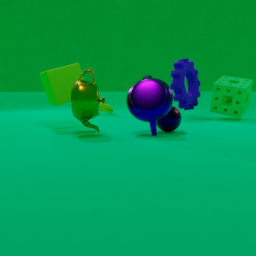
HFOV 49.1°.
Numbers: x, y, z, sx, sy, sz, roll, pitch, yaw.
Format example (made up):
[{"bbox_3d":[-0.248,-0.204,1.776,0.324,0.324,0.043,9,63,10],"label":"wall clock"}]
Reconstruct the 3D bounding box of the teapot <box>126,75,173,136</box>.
[{"bbox_3d":[0.556,-0.679,6.950,1.144,1.840,0.901,-9,-24,10],"label":"teapot"}]

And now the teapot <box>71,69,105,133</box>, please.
[{"bbox_3d":[-0.946,-0.607,6.759,0.787,1.608,1.000,-2,18,-4],"label":"teapot"}]

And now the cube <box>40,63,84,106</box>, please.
[{"bbox_3d":[-1.847,-1.243,8.033,0.960,0.960,0.960,-21,15,-24],"label":"cube"}]

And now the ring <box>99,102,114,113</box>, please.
[{"bbox_3d":[-1.232,-0.937,12.375,1.229,0.246,1.229,16,-5,1],"label":"ring"}]

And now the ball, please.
[{"bbox_3d":[1.054,-0.249,7.364,0.704,0.704,0.704,0,8,0],"label":"ball"}]

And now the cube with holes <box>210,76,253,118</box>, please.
[{"bbox_3d":[3.773,-1.166,10.223,1.097,1.097,1.097,16,32,31],"label":"cube with holes"}]

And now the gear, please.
[{"bbox_3d":[2.210,-1.642,10.602,0.349,1.887,1.887,-3,5,37],"label":"gear"}]
